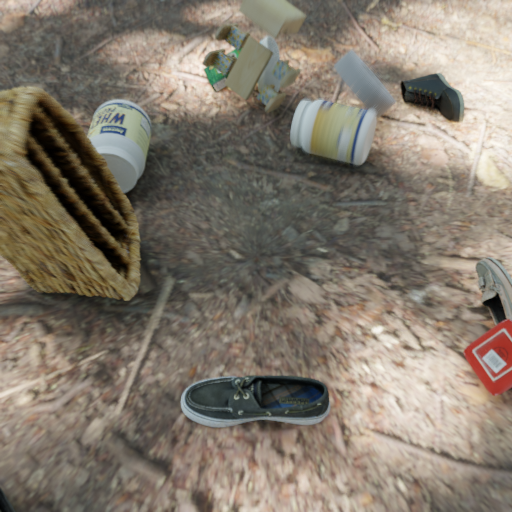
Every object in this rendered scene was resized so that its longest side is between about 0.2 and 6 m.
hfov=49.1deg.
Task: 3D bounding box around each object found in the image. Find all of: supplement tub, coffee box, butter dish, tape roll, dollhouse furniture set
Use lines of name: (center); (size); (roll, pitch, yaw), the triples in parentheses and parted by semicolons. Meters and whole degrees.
supplement tub: (-3.167, -2.470, 12.757); (1.392, 1.392, 1.921); (0, 48, 0)
coffee box: (-0.673, -5.219, 15.478); (1.499, 0.330, 0.922); (-30, 51, 9)
butter dish: (4.269, 1.796, 9.527); (1.024, 0.759, 1.026); (-42, 43, 18)
supplement tub: (1.821, -2.949, 13.226); (1.777, 1.283, 1.283); (17, 51, 16)
tape roll: (2.764, -4.366, 14.224); (0.583, 1.763, 1.763); (-40, 47, 22)
dollhouse furniture set: (-0.043, -5.020, 13.775); (2.146, 2.448, 1.626); (38, 35, 5)

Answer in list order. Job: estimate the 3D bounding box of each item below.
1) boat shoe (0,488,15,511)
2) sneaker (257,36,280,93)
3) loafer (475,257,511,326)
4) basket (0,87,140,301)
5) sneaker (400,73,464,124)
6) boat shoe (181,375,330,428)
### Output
boat shoe: (-3.072, 4.062, 7.401); (2.728, 0.912, 0.777); (29, 59, 27)
sneaker: (0.184, -5.131, 15.685); (0.859, 0.775, 2.097); (-22, 50, 39)
loafer: (4.509, 0.880, 10.346); (0.632, 0.723, 2.012); (-15, 53, -4)
basket: (-3.331, -1.169, 9.821); (2.616, 3.512, 2.506); (2, 49, 32)
sneaker: (4.566, -4.019, 14.618); (1.141, 0.804, 2.148); (-10, 40, -2)
boat shoe: (-0.010, 2.263, 9.099); (2.450, 0.693, 0.841); (1, 49, 1)
